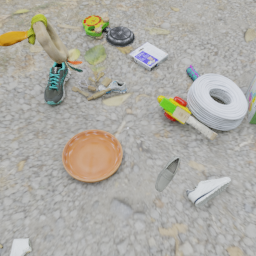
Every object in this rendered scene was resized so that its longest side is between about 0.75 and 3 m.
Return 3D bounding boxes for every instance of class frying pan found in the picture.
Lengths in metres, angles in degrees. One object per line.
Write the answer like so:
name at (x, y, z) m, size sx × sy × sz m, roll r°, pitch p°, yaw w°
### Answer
frying pan at (-0.706, -5.444, 15.675) m, size 1.635 × 0.440 × 2.703 m, roll -28°, pitch 61°, yaw -19°

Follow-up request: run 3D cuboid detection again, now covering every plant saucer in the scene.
plant saucer at (-1.346, 1.084, 10.751) m, size 2.294 × 0.429 × 2.294 m, roll 0°, pitch 54°, yaw 0°

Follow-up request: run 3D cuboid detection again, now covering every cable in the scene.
cable at (3.808, -1.144, 11.869) m, size 2.600 × 0.900 × 2.600 m, roll 39°, pitch 53°, yaw 14°

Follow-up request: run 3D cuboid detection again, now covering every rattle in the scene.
rattle at (-2.946, -2.557, 9.965) m, size 1.858 × 2.601 × 1.693 m, roll -40°, pitch 69°, yaw 0°

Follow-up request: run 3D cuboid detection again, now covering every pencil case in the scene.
pencil case at (3.206, -2.538, 13.427) m, size 0.431 × 0.468 × 1.013 m, roll -20°, pitch 55°, yaw -14°

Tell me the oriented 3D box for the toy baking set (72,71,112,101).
toy baking set at (-1.636, -1.910, 13.000) m, size 1.854 × 0.216 × 1.423 m, roll -30°, pitch 58°, yaw 0°

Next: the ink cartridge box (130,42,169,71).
ink cartridge box at (1.068, -3.690, 14.371) m, size 1.460 × 0.317 × 1.446 m, roll 39°, pitch 62°, yaw 23°

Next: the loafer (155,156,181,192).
loafer at (0.976, 1.111, 6.856) m, size 0.343 × 0.343 × 0.982 m, roll 30°, pitch 80°, yaw 1°

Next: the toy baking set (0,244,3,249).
toy baking set at (-4.647, 3.860, 8.845) m, size 1.316 × 0.153 × 1.010 m, roll 30°, pitch 59°, yaw 21°

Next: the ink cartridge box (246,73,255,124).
ink cartridge box at (5.590, -0.985, 11.747) m, size 0.743 × 1.301 × 2.506 m, roll 8°, pitch 54°, yaw 6°

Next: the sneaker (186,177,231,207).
sneaker at (2.881, 2.096, 9.908) m, size 1.692 × 0.647 × 0.681 m, roll -24°, pitch 47°, yaw -18°

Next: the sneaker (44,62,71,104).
sneaker at (-3.319, -2.217, 12.750) m, size 0.991 × 1.166 × 2.555 m, roll 2°, pitch 54°, yaw 2°

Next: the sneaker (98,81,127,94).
sneaker at (-0.713, -1.952, 12.921) m, size 1.365 × 0.592 × 0.512 m, roll -3°, pitch 55°, yaw -1°

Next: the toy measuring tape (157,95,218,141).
toy measuring tape at (2.445, -0.494, 11.660) m, size 2.892 × 1.064 × 1.064 m, roll 36°, pitch 61°, yaw 15°

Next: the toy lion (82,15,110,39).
toy lion at (-1.918, -5.815, 15.847) m, size 1.580 × 0.566 × 1.648 m, roll 15°, pitch 57°, yaw 17°

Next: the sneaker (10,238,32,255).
sneaker at (-3.301, 3.914, 8.675) m, size 0.577 × 0.368 × 0.999 m, roll -6°, pitch 52°, yaw -1°
